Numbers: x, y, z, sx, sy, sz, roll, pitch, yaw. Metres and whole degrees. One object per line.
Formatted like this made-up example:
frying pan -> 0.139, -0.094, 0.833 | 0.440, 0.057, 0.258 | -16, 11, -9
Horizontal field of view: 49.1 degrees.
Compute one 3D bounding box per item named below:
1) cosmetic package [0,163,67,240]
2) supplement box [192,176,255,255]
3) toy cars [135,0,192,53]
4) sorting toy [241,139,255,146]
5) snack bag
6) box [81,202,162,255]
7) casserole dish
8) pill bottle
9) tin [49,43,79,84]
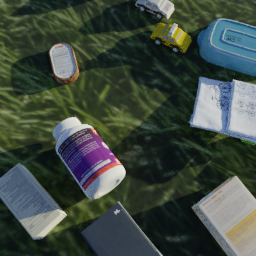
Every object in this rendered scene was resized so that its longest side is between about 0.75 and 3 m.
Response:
cosmetic package -> -2.698, 2.017, 7.734 | 0.974, 0.822, 1.884 | -41, 74, -14
supplement box -> 2.988, 2.617, 7.513 | 1.391, 0.812, 2.208 | -33, 73, -11
toy cars -> 1.266, -3.939, 10.014 | 1.312, 0.648, 2.926 | -19, 71, -7
sorting toy -> 4.735, 0.457, 8.555 | 2.601, 0.383, 1.923 | 32, 70, 11
snack bag -> 3.211, -0.698, 8.802 | 2.314, 0.248, 2.182 | 14, 59, 8
box -> -0.133, 2.797, 6.802 | 1.089, 2.034, 1.510 | -38, 74, -13
casserole dish -> 3.903, -2.868, 9.677 | 2.961, 0.574, 1.793 | 20, 71, 8
pill bottle -> -1.171, 0.786, 7.908 | 1.260, 1.260, 2.242 | -35, 70, -12
tin -> -2.198, -2.243, 9.591 | 0.869, 0.325, 1.552 | -14, 70, -10
